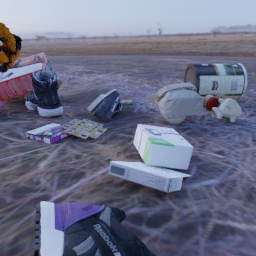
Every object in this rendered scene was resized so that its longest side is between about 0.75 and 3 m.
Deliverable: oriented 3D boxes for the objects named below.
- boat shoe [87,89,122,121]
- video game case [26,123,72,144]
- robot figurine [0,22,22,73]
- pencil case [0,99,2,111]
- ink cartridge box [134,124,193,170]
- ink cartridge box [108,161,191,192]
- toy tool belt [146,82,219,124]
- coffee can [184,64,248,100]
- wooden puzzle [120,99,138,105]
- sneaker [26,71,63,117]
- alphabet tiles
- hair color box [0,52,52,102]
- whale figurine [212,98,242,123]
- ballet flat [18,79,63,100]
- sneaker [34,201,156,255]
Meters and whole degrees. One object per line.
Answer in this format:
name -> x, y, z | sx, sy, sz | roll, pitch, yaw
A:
boat shoe -> -0.716, -0.814, 10.713 | 0.867, 1.005, 2.766 | 45, 16, -1
video game case -> -2.251, 0.142, 8.241 | 0.974, 0.192, 1.075 | 10, 20, 29
robot figurine -> -4.286, -2.724, 9.533 | 0.607, 1.512, 2.085 | 29, -10, -3
pencil case -> -6.052, -1.045, 10.475 | 2.356, 1.069, 1.104 | -4, 1, -1
ink cartridge box -> 0.771, 0.402, 6.580 | 0.986, 0.569, 1.355 | 8, 16, -13
ink cartridge box -> 0.461, 0.943, 5.626 | 1.328, 0.289, 1.152 | 11, -2, 32
toy tool belt -> 1.913, -1.008, 9.926 | 2.271, 1.418, 1.395 | -8, 28, -26
coffee can -> 3.869, -2.044, 12.609 | 2.296, 1.681, 1.681 | -1, 18, -6
wooden puzzle -> -0.145, -1.181, 12.540 | 1.254, 0.088, 0.744 | -4, 18, -14
sneaker -> -3.327, -1.452, 10.910 | 1.056, 1.593, 2.799 | -12, 21, -32
alphabet tiles -> -1.303, 0.004, 8.506 | 1.130, 0.043, 1.359 | 18, 22, 12
hair color box -> -4.832, -2.107, 11.969 | 2.962, 0.947, 1.643 | -16, 41, 0
whale figurine -> 3.325, -0.549, 9.654 | 1.200, 0.955, 0.623 | -17, -18, -31
ballet flat -> -4.135, -1.750, 13.308 | 2.417, 0.789, 0.852 | -17, -10, -33
sneaker -> -0.180, 1.531, 2.542 | 1.313, 1.136, 2.999 | 0, 17, -17
